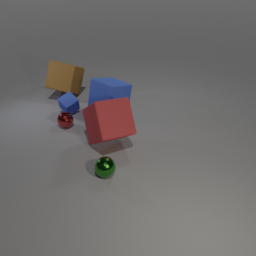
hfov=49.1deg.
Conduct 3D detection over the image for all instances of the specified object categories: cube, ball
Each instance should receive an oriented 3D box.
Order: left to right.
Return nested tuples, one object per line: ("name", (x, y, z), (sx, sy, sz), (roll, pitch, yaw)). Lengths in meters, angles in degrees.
("ball", (-2.708, -0.356, 12.108), (0.700, 0.700, 0.700), (0, 31, 0))
("cube", (-3.245, -2.623, 14.513), (1.400, 1.400, 1.400), (15, 10, 9))
("cube", (-2.752, -1.126, 13.060), (0.700, 0.700, 0.700), (-38, 68, -23))
("ball", (-0.760, 1.297, 9.306), (0.700, 0.700, 0.700), (0, 31, 0))
("cube", (-0.723, -0.246, 10.507), (1.400, 1.400, 1.400), (-11, -3, -28))
("cube", (-0.851, -1.496, 13.083), (1.400, 1.400, 1.400), (25, 26, 35))
